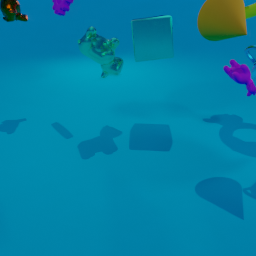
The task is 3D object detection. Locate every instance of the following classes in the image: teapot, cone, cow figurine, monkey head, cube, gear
[{"bbox_3d":[3.102,-1.048,5.795,1.789,0.876,1.112,45,60,-4],"label":"teapot"},{"bbox_3d":[2.058,-2.024,5.503,1.045,1.045,1.049,-5,39,-10],"label":"cone"},{"bbox_3d":[3.120,-1.332,7.541,0.960,0.535,0.975,35,14,-35],"label":"cow figurine"},{"bbox_3d":[-3.448,-3.609,8.517,0.830,0.696,1.154,2,52,-28],"label":"monkey head"},{"bbox_3d":[0.679,-2.537,7.892,1.074,1.074,1.074,-6,22,5],"label":"cube"},{"bbox_3d":[-0.748,-2.001,7.706,1.452,0.797,1.428,23,-18,-18],"label":"cow figurine"},{"bbox_3d":[-1.892,-3.871,8.207,0.201,1.087,1.087,7,18,-39],"label":"gear"}]

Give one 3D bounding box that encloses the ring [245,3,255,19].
[{"bbox_3d":[3.498,-3.570,7.771,1.797,0.359,1.797,-13,-8,-2],"label":"ring"}]
